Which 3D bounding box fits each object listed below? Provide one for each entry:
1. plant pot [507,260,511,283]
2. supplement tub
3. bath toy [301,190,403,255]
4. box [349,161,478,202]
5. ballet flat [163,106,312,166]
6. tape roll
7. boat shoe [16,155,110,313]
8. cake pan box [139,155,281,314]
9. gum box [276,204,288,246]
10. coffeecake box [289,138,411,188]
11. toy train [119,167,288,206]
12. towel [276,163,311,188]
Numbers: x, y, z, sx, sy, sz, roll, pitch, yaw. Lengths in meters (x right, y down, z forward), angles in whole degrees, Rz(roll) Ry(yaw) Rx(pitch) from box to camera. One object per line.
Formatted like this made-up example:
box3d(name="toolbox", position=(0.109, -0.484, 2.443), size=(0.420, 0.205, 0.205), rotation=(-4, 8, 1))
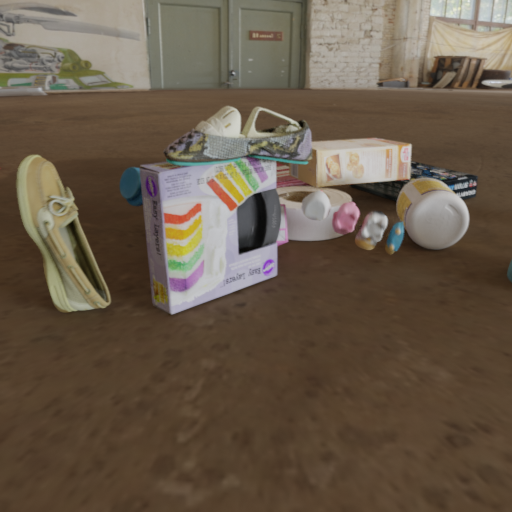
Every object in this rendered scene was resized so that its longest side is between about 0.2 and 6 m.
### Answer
box3d(name="plant pot", position=(4.485, -0.025, 8.212), size=(1.350, 0.909, 1.350), rotation=(1, 21, 0))
box3d(name="supplement tub", position=(3.113, -0.811, 10.076), size=(1.050, 1.050, 1.445), rotation=(2, 21, 4))
box3d(name="bath toy", position=(1.463, -0.559, 8.652), size=(1.608, 0.699, 0.594), rotation=(23, 34, -1))
box3d(name="box", position=(3.694, -1.773, 13.333), size=(1.877, 0.543, 2.361), rotation=(-12, 24, -29))
box3d(name="ballet flat", position=(-0.182, -1.560, 7.220), size=(2.117, 0.761, 0.761), rotation=(-6, 21, -29))
box3d(name="tape roll", position=(0.923, -0.852, 10.786), size=(1.792, 0.627, 1.792), rotation=(0, 21, 0))
box3d(name="boat shoe", position=(-2.398, -0.258, 7.083), size=(0.659, 2.095, 0.764), rotation=(-5, 20, 10))
box3d(name="cake pan box", position=(-0.545, -0.406, 7.759), size=(2.092, 1.927, 0.547), rotation=(-17, 26, -40))
box3d(name="gum box", position=(-0.518, -0.438, 9.207), size=(1.903, 0.629, 1.080), rotation=(-3, -2, -7))
box3d(name="coffeecake box", position=(1.979, -2.056, 12.107), size=(2.132, 0.779, 1.637), rotation=(-7, 18, -15))
box3d(name="toy train", position=(-0.985, -1.190, 9.732), size=(2.724, 1.153, 1.576), rotation=(5, 3, 40))
box3d(name="towel", position=(0.162, -2.047, 14.495), size=(1.796, 0.284, 2.494), rotation=(-11, 22, -22))
